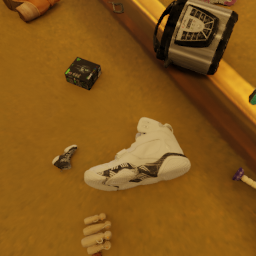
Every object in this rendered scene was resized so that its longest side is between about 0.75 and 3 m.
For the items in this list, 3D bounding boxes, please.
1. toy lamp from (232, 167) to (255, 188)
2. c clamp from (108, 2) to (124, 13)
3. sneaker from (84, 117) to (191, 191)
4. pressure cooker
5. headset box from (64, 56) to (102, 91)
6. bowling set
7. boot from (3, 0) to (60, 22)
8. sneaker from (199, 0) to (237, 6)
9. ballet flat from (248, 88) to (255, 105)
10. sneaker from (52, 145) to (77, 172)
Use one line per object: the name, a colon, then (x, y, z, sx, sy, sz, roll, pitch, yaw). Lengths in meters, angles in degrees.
toy lamp: (3.699, 1.705, 7.626, 1.662, 0.484, 0.484, 36, 66, 20)
c clamp: (-0.500, -5.087, 11.807, 0.661, 0.105, 0.774, -10, 59, -12)
sneaker: (0.162, 0.716, 7.864, 2.912, 1.094, 1.674, -8, 59, -11)
pressure cooker: (2.123, -3.108, 9.464, 2.509, 2.241, 2.207, 24, 49, 13)
headset box: (-1.580, -1.913, 9.722, 1.012, 0.470, 0.881, 24, 62, 13)
bowling set: (-0.655, 2.746, 6.921, 0.711, 1.324, 0.921, -18, 103, -2)
boot: (-4.142, -5.573, 11.565, 2.391, 0.917, 1.856, 42, 71, 18)
sneaker: (3.681, -5.724, 11.867, 1.827, 0.735, 0.808, 9, 54, 0)
ballet flat: (3.320, -1.005, 6.956, 0.346, 1.018, 0.348, 16, 50, -11)
sneaker: (-1.741, 0.903, 8.175, 0.861, 0.325, 0.490, -40, 68, -14)
